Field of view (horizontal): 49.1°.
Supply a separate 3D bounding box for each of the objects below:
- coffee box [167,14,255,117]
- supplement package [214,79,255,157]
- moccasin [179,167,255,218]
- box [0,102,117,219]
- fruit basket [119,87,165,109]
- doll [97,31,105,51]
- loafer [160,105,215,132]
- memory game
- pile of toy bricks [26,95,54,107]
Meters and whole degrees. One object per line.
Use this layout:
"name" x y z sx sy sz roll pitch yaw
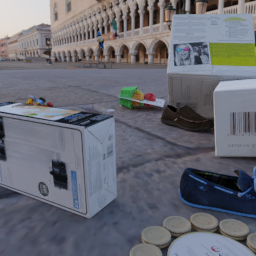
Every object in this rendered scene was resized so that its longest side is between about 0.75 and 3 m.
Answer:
"coffee box" 2.662 -2.007 9.363 2.503 2.475 2.499 3 -26 11
"supplement package" 2.896 -0.361 6.697 1.469 1.474 2.514 -2 13 22
"moccasin" 1.562 0.873 3.943 1.647 0.561 0.663 2 15 8
"box" -1.324 0.378 4.381 2.302 1.343 0.692 10 20 30
"fruit basket" 0.583 -1.157 11.794 1.869 0.876 1.731 17 16 4
"doll" -1.017 -3.219 10.398 0.251 0.706 1.034 -15 9 -3
"loafer" 1.732 -0.347 8.465 0.682 0.667 1.869 -14 20 -43
"memory game" 0.883 1.390 2.856 1.758 0.112 1.758 0 15 0
"pile of toy bricks" -3.046 -0.532 9.427 1.518 0.842 0.750 23 64 33
